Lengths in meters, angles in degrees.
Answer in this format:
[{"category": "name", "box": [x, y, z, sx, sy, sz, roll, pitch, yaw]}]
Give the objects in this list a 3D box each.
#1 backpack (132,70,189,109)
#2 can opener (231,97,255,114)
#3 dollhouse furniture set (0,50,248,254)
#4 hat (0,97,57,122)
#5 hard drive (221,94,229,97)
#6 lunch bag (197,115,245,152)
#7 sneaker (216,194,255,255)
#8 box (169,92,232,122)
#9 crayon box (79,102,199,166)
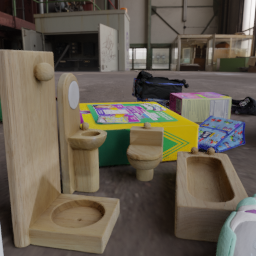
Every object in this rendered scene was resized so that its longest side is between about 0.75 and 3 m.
[{"category": "backpack", "box": [1.090, -1.506, 11.512, 2.059, 1.587, 1.962, 7, 18, -19]}, {"category": "can opener", "box": [4.313, -0.860, 11.180, 0.688, 0.853, 2.170, -46, 26, -12]}, {"category": "dollhouse furniture set", "box": [0.247, 0.066, 3.910, 2.675, 2.180, 2.544, 3, 14, 10]}, {"category": "hat", "box": [-2.933, -0.670, 10.077, 2.737, 2.267, 2.409, 37, -1, 44]}, {"category": "hard drive", "box": [4.074, -1.531, 14.199, 1.857, 0.305, 1.296, -13, 19, -42]}, {"category": "lunch bag", "box": [2.053, 0.246, 6.835, 1.306, 0.614, 0.983, -24, 26, -31]}, {"category": "sneaker", "box": [1.907, 1.119, 2.612, 1.966, 0.764, 1.375, -9, 15, -31]}, {"category": "box", "box": [2.526, -0.773, 10.049, 1.742, 0.842, 1.533, -1, 14, -6]}, {"category": "crayon box", "box": [-0.063, 0.002, 6.904, 2.511, 0.848, 2.910, -2, 15, -13]}]
